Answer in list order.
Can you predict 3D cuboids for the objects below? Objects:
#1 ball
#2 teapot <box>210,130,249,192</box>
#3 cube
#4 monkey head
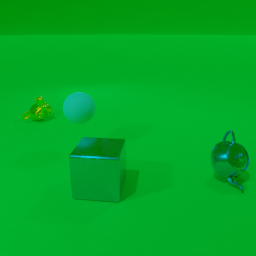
[{"bbox_3d":[-1.151,-0.466,6.643,0.764,0.764,0.764,0,20,0],"label":"ball"},{"bbox_3d":[2.108,0.666,5.674,0.795,1.279,0.626,6,-18,-25],"label":"teapot"},{"bbox_3d":[-0.540,0.763,5.377,0.901,0.901,0.901,3,21,7],"label":"cube"},{"bbox_3d":[-2.973,-0.660,9.277,0.688,0.821,1.141,10,35,37],"label":"monkey head"}]
